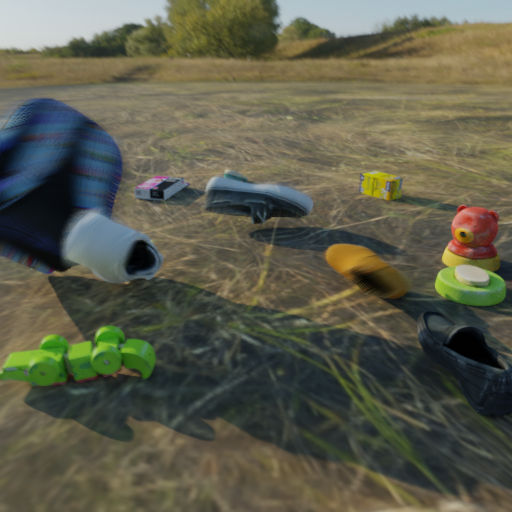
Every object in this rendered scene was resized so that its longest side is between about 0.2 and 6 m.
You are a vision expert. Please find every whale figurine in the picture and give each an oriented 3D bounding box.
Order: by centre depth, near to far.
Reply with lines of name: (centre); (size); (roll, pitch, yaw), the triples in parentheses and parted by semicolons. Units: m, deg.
whale figurine: (-0.609, -2.245, 16.197); (0.710, 0.369, 0.565); (15, 5, -32)

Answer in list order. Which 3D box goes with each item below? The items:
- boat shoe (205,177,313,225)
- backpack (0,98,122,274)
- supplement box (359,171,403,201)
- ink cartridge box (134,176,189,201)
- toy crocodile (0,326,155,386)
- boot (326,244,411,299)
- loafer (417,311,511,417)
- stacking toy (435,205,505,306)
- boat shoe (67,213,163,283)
boat shoe: (0.025, -1.082, 12.497); (2.417, 0.857, 0.871); (9, -20, 7)
backpack: (-3.604, -1.245, 9.641); (1.724, 2.562, 2.339); (-14, -32, 44)
supplement box: (3.303, -1.874, 14.888); (0.552, 0.549, 1.008); (-18, 28, -38)
ink cartridge box: (-2.542, -1.902, 15.318); (0.857, 0.336, 1.809); (6, 20, 14)
toy crocodile: (-2.231, 1.341, 7.055); (1.879, 0.580, 0.634); (-8, 24, -7)
boot: (1.694, 0.207, 9.250); (1.702, 0.599, 1.219); (26, 12, 30)
loafer: (2.649, 1.175, 7.117); (0.697, 0.720, 2.052); (-3, 22, -7)
stacking toy: (4.371, 0.007, 9.499); (2.622, 1.108, 2.374); (13, 25, 30)
boat shoe: (-1.978, -0.008, 8.807); (0.948, 0.996, 2.767); (23, -12, 7)
